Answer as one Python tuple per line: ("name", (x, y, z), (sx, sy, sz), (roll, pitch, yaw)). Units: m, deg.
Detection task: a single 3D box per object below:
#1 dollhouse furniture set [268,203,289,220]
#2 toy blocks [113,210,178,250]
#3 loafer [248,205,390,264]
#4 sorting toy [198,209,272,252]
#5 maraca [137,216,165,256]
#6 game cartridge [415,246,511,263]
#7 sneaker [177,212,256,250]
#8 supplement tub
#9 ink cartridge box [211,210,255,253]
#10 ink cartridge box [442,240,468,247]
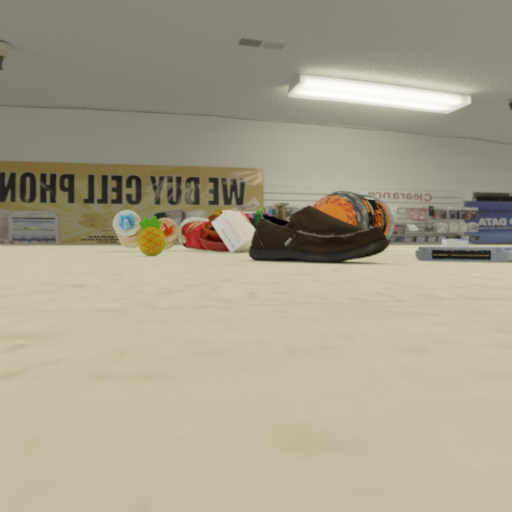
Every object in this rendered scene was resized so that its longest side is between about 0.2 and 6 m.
("dollhouse furniture set", (0.305, -0.793, 15.498), (0.918, 1.302, 0.913), (-1, 2, -22))
("toy blocks", (-2.750, -0.708, 14.055), (1.565, 0.682, 1.877), (1, -13, -8))
("loafer", (0.691, -0.283, 7.008), (1.979, 0.706, 0.722), (0, 4, 36))
("sorting toy", (-0.265, -0.792, 14.055), (2.445, 1.003, 1.469), (-15, 27, -39))
("maraca", (-1.814, -0.335, 9.681), (0.474, 0.692, 0.370), (-4, 0, -6))
("game cartridge", (2.783, -0.025, 7.326), (1.177, 0.238, 0.785), (1, 5, 37))
("sneaker", (-0.694, -0.549, 15.650), (2.940, 1.132, 1.248), (-10, 16, -28))
("supplement tub", (2.580, -0.933, 15.236), (1.607, 1.607, 2.623), (1, 3, 34))
("ink cartridge box", (-0.464, -0.540, 12.614), (0.496, 0.856, 1.469), (-37, -10, 14))
("ink cartridge box", (5.009, -0.261, 14.134), (0.536, 0.314, 0.741), (0, 3, 11))
